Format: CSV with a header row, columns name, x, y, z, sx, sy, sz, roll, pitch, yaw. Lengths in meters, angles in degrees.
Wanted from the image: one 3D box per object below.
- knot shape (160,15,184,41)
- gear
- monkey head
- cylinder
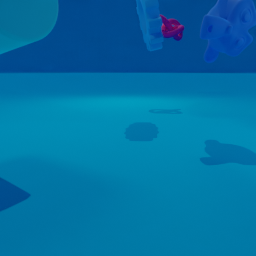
name,x,y,z,sx,sy,sz,roll,pitch,yaw
knot shape,1.759,-4.094,11.589,1.519,0.702,1.421,15,30,-19
gear,0.607,-3.354,8.366,0.372,2.012,2.012,-14,13,0
monkey head,2.034,-2.274,6.185,1.390,1.933,1.165,-5,31,-18
cylinder,-2.039,-1.889,4.266,1.393,1.393,1.393,-1,9,39
